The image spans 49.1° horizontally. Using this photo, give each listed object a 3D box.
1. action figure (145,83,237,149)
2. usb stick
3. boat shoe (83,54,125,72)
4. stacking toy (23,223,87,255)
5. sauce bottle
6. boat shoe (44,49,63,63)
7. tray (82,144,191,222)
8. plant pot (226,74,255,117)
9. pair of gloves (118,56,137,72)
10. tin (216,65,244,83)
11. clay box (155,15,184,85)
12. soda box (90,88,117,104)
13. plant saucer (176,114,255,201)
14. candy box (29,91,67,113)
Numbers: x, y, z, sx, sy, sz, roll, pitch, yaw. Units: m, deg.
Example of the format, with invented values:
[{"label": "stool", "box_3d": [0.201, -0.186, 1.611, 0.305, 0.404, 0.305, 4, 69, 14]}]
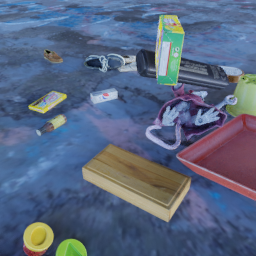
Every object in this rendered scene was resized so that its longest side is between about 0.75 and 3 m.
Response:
[{"label": "action figure", "box_3d": [1.854, -0.472, 8.003, 1.826, 2.030, 2.726, 35, 20, 0]}, {"label": "usb stick", "box_3d": [1.214, -1.222, 6.005, 2.311, 0.377, 0.641, 4, 60, -28]}, {"label": "boat shoe", "box_3d": [-0.999, -2.658, 11.377, 1.776, 0.665, 0.549, 11, 38, 21]}, {"label": "stacking toy", "box_3d": [-1.320, 2.304, 4.552, 1.114, 0.520, 1.230, 23, 36, -13]}, {"label": "sauce bottle", "box_3d": [-2.169, -0.085, 7.956, 0.308, 0.308, 0.934, 22, 39, 29]}, {"label": "boat shoe", "box_3d": [-3.344, -3.170, 12.365, 1.171, 0.398, 0.421, 23, 41, 30]}, {"label": "tray", "box_3d": [0.166, 1.094, 6.166, 2.154, 0.399, 1.062, 21, 40, 26]}, {"label": "plant pot", "box_3d": [3.727, -1.008, 8.599, 1.196, 1.100, 1.196, -1, 35, 0]}, {"label": "pair of gloves", "box_3d": [0.138, -2.807, 11.964, 1.271, 0.262, 1.494, -5, 36, -8]}, {"label": "tin", "box_3d": [3.665, -2.145, 10.966, 1.667, 0.349, 0.933, 9, 31, 14]}, {"label": "clay box", "box_3d": [0.628, -1.316, 4.498, 0.324, 0.783, 1.363, 4, 32, 0]}, {"label": "soda box", "box_3d": [-0.801, -1.087, 9.436, 0.875, 0.278, 0.299, -15, 37, -21]}, {"label": "plant saucer", "box_3d": [3.043, 0.684, 6.141, 2.856, 0.524, 2.851, -25, 30, -33]}, {"label": "candy box", "box_3d": [-2.628, -0.875, 9.240, 0.602, 0.156, 1.178, 18, 38, 20]}]
